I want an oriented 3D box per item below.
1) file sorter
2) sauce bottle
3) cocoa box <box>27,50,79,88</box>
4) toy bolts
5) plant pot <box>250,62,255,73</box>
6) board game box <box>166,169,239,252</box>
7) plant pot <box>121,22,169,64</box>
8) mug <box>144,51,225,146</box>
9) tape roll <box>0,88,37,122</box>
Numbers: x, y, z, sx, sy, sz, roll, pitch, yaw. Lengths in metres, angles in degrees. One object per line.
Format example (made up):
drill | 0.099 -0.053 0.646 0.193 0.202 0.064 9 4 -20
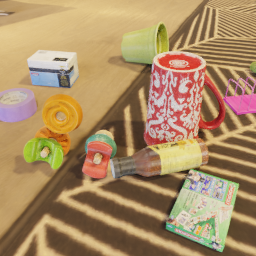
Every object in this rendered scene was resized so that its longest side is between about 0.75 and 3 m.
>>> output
file sorter | 5.144 -1.433 11.584 1.786 1.120 1.241 -7 36 -9
sauce bottle | 0.942 0.954 8.473 2.917 0.963 0.963 -8 37 -14
cocoa box | -3.494 -2.810 13.312 1.970 1.293 1.314 6 37 8
toy bolts | -1.526 0.132 8.760 2.598 2.481 1.802 19 21 -5
plant pot | 6.691 -3.095 14.264 0.794 0.794 0.849 -17 23 -22
board game box | 2.045 2.067 7.494 1.420 0.307 2.111 17 40 21
plant pot | 0.853 -4.373 14.953 2.115 2.300 2.300 4 35 23
mug | 1.803 -0.951 9.389 2.607 2.937 1.959 -20 40 -24
tape roll | -4.550 -0.953 11.312 1.584 0.673 1.584 1 36 0
